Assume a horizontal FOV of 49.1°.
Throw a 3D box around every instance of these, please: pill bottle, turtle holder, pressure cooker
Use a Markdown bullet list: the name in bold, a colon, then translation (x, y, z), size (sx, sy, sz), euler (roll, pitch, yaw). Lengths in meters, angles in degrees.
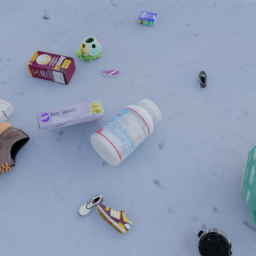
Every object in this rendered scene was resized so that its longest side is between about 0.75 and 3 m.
- **pill bottle**: translation (-0.004, 0.064, 9.363), size (1.272, 1.272, 2.340), euler (38, 64, 23)
- **turtle holder**: translation (-1.714, -3.396, 11.976), size (1.153, 0.818, 0.876), euler (-11, 57, -8)
- **pressure cooker**: translation (2.335, 3.152, 7.517), size (0.848, 0.949, 0.835), euler (-16, 76, 14)

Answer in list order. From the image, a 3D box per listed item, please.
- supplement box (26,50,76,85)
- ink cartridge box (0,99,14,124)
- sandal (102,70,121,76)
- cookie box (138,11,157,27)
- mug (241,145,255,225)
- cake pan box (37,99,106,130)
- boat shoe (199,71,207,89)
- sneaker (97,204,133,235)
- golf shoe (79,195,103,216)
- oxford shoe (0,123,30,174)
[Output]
- **supplement box**: translation (-3.092, -2.473, 11.407), size (1.671, 0.716, 0.922), euler (13, 57, 9)
- **ink cartridge box**: translation (-4.819, -0.525, 10.268), size (0.746, 0.429, 1.022), euler (20, 58, 13)
- **sandal**: translation (-0.695, -2.310, 11.615), size (0.815, 0.200, 0.331), euler (0, 56, 0)
- **cookie box**: translation (0.942, -5.296, 13.572), size (0.791, 0.297, 0.676), euler (15, 57, 10)
- **mug**: translation (4.054, 1.590, 7.799), size (1.616, 2.148, 2.614), euler (12, 59, 23)
- **cake pan box**: translation (-1.816, -0.389, 9.241), size (2.011, 2.183, 0.571), euler (-11, 90, -8)
- **boat shoe**: translation (3.063, -2.014, 11.351), size (0.352, 0.304, 0.969), euler (7, 56, 5)
- **sneaker**: translation (-0.392, 2.565, 8.228), size (1.159, 0.434, 0.522), euler (40, 58, 16)
- **golf shoe**: translation (-1.127, 2.285, 8.390), size (0.860, 0.379, 0.332), euler (-38, 77, -21)
- **oxford shoe**: translation (-4.271, 1.120, 8.820), size (1.082, 1.058, 2.968), euler (21, 58, 8)
